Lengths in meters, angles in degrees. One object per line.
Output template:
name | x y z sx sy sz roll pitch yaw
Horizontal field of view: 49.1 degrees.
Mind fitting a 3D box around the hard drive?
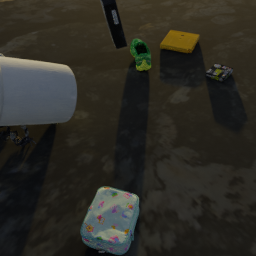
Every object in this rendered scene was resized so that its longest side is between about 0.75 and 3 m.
hard drive | -0.548 -3.705 8.394 0.426 1.575 2.254 -14 58 4

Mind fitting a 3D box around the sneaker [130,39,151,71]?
sneaker | 0.593 -3.313 11.919 0.836 0.944 2.258 -7 42 -6

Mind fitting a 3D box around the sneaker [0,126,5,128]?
sneaker | -4.071 -0.789 9.350 1.336 0.877 2.323 18 52 7

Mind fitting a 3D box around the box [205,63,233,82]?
box | 3.668 -2.237 11.267 0.773 0.214 0.965 27 48 27

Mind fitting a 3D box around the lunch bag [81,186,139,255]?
lunch bag | -0.344 2.060 6.239 1.135 0.545 1.415 13 44 10

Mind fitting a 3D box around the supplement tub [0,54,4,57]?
supplement tub | -5.397 -2.228 10.743 0.897 0.897 1.465 32 49 30

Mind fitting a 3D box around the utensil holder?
utensil holder | -2.939 -1.044 8.163 2.328 1.979 1.979 -4 37 -39

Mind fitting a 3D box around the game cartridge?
game cartridge | 2.491 -4.127 13.370 1.493 0.275 1.694 16 47 17

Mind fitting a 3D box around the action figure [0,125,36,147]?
action figure | -3.246 0.230 8.301 1.053 0.537 0.626 13 33 16
